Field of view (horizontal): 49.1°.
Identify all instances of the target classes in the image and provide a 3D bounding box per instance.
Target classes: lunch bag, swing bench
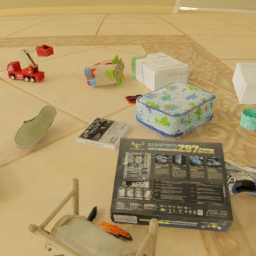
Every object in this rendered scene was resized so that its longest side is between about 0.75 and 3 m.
[{"bbox_3d":[1.897,-0.835,11.347,2.968,1.224,2.386,-26,40,-37],"label":"lunch bag"},{"bbox_3d":[-0.490,2.334,5.314,1.975,1.985,1.288,18,46,29],"label":"swing bench"}]

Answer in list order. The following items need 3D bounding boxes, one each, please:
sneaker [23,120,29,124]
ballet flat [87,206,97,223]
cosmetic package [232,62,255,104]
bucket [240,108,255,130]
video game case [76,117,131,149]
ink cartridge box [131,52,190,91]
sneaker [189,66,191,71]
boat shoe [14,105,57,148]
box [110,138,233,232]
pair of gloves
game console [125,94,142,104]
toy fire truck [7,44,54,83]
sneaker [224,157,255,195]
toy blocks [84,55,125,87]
[{"bbox_3d":[-3.794,-0.247,11.318,0.815,0.271,0.369,-4,27,-14],"label":"sneaker"},{"bbox_3d":[-0.958,2.225,7.038,0.220,0.257,0.775,1,26,17],"label":"ballet flat"},{"bbox_3d":[6.199,-2.124,13.274,1.904,1.174,1.910,3,46,4],"label":"cosmetic package"},{"bbox_3d":[4.946,-0.355,11.170,0.898,0.584,0.898,0,31,0],"label":"bucket"},{"bbox_3d":[-0.884,0.164,10.670,1.551,0.199,1.707,11,33,17],"label":"video game case"},{"bbox_3d":[1.675,-3.082,15.225,2.043,1.230,2.812,-14,31,-21],"label":"ink cartridge box"},{"bbox_3d":[3.417,-3.269,16.420,0.582,0.456,1.171,32,52,33],"label":"sneaker"},{"bbox_3d":[-3.425,0.055,10.300,0.838,0.743,2.242,31,44,-10],"label":"boat shoe"},{"bbox_3d":[1.091,1.383,7.349,2.887,0.737,2.277,3,51,4],"label":"box"},{"bbox_3d":[-0.414,2.507,6.406,0.882,0.122,0.990,18,13,24],"label":"pair of gloves"},{"bbox_3d":[0.359,-1.397,13.446,0.870,0.135,0.769,-9,27,-16],"label":"game console"},{"bbox_3d":[-5.384,-3.553,15.252,2.850,2.010,0.695,10,31,15],"label":"toy fire truck"},{"bbox_3d":[2.925,1.410,7.998,1.987,0.766,0.847,10,36,18],"label":"sneaker"},{"bbox_3d":[-1.431,-3.035,15.288,1.999,1.461,2.924,-6,28,12],"label":"toy blocks"}]
